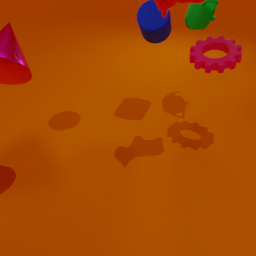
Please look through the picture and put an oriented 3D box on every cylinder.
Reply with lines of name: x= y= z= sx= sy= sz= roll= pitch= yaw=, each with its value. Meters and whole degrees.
cylinder: x=0.838 y=-3.299 z=8.755 sx=0.997 sy=0.997 sz=0.997 roll=9 pitch=-4 yaw=12

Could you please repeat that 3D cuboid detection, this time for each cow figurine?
cow figurine: x=1.315 y=-3.238 z=6.767 sx=1.356 sy=0.744 sz=1.334 roll=12 pitch=64 yaw=1

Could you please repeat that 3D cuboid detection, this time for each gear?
gear: x=2.402 y=-2.043 z=7.730 sx=1.370 sy=0.253 sz=1.370 roll=-6 pitch=49 yaw=7

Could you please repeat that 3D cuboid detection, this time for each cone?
cone: x=-2.766 y=-1.839 z=6.321 sx=1.286 sy=1.286 sz=1.291 roll=0 pitch=73 yaw=1

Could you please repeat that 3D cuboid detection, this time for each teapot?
teapot: x=2.354 y=-3.636 z=9.005 sx=0.882 sy=1.121 sz=1.802 roll=19 pitch=-8 yaw=-9
